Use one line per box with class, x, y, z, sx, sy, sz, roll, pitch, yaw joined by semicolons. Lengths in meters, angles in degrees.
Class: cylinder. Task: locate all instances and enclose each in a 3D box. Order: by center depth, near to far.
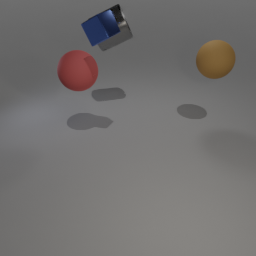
cylinder;-0.696;-4.034;11.333;1.400;1.400;1.400;-23;29;9

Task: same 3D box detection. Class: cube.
cube;-0.782;-2.898;8.130;0.700;0.700;0.700;-13;23;38

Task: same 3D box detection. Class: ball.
ball;-1.730;-1.971;9.680;1.400;1.400;1.400;0;30;0
ball;3.235;-2.528;10.374;1.400;1.400;1.400;0;30;0
